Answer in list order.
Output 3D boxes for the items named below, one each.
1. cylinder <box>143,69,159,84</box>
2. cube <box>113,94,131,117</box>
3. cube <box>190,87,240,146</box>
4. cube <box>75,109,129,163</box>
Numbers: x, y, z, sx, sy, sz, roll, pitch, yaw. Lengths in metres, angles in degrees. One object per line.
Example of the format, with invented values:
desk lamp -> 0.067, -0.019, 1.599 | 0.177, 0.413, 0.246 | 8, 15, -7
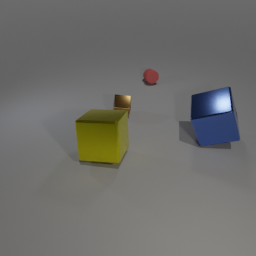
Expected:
cylinder -> 1.236, -2.804, 15.103 | 0.700, 0.700, 0.700 | -6, 22, -9
cube -> -0.265, -0.933, 11.973 | 0.700, 0.700, 0.700 | 5, 61, -6
cube -> 3.110, -0.393, 10.015 | 1.400, 1.400, 1.400 | -11, 40, 24
cube -> -0.815, 0.224, 9.446 | 1.400, 1.400, 1.400 | 2, 20, 13
